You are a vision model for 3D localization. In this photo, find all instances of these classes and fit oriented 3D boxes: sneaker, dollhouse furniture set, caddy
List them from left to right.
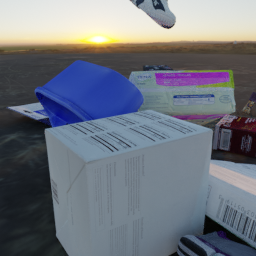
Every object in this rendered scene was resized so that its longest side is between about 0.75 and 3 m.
[{"bbox_3d":[-0.722,-0.120,5.431,1.419,1.911,2.703,-45,42,-17],"label":"caddy"},{"bbox_3d":[0.612,-2.679,5.373,0.651,1.061,1.630,22,25,-41],"label":"sneaker"},{"bbox_3d":[4.684,-0.610,10.045,1.023,0.810,0.726,29,-16,14],"label":"dollhouse furniture set"},{"bbox_3d":[1.316,1.499,2.689,0.776,0.660,1.773,-6,18,-32],"label":"sneaker"}]

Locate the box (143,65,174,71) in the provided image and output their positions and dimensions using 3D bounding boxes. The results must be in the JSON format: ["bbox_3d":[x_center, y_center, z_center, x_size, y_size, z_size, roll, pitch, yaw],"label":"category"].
[{"bbox_3d":[1.255,-1.936,12.033,1.158,1.335,2.184,-1,17,0],"label":"box"}]

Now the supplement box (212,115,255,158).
[{"bbox_3d":[3.166,0.247,6.485,2.096,0.638,1.141,11,21,28],"label":"supplement box"}]

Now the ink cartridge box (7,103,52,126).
[{"bbox_3d":[-2.625,-0.488,9.141,1.855,0.441,1.877,18,27,39],"label":"ink cartridge box"}]

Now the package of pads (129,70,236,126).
[{"bbox_3d":[0.983,-0.533,6.712,2.201,0.972,2.849,-2,-8,-9],"label":"package of pads"}]

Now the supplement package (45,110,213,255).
[{"bbox_3d":[0.000,0.725,3.512,1.630,1.559,1.199,-12,21,-32],"label":"supplement package"}]

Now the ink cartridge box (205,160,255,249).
[{"bbox_3d":[2.108,1.060,4.326,2.551,0.639,2.053,11,7,-33],"label":"ink cartridge box"}]
